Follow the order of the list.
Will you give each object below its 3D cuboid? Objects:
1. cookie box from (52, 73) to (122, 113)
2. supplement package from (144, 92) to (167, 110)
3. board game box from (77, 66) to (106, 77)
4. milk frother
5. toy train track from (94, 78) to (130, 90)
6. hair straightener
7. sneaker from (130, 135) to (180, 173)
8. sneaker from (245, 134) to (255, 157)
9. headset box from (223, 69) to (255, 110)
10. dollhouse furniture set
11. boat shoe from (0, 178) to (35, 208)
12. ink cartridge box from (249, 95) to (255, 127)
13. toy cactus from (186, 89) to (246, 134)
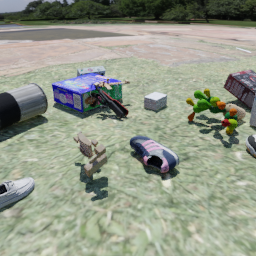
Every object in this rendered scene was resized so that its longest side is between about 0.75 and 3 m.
[{"bbox_3d":[-1.937,-1.798,13.657,2.244,0.986,2.623,21,33,37],"label":"cookie box"},{"bbox_3d":[1.291,-1.275,13.141,0.718,0.511,0.922,20,32,34],"label":"supplement package"},{"bbox_3d":[-2.076,-2.799,15.529,1.514,1.117,0.487,-14,54,-27],"label":"board game box"},{"bbox_3d":[-4.907,-1.399,11.256,2.194,2.431,2.286,12,28,32],"label":"milk frother"},{"bbox_3d":[-0.713,-2.147,13.039,1.800,0.293,1.032,-10,33,-29],"label":"toy train track"},{"bbox_3d":[-0.925,-1.158,12.025,2.075,0.425,0.799,46,44,11],"label":"hair straightener"},{"bbox_3d":[0.629,0.784,8.738,1.898,0.666,0.778,22,34,38],"label":"sneaker"},{"bbox_3d":[4.802,0.610,8.562,0.995,1.153,2.631,-14,27,-22],"label":"sneaker"},{"bbox_3d":[5.828,-1.899,13.304,1.669,0.842,2.246,-16,49,-30],"label":"headset box"},{"bbox_3d":[-1.344,0.615,8.077,1.432,1.221,0.699,40,64,21],"label":"dollhouse furniture set"},{"bbox_3d":[-3.114,1.608,7.236,0.545,0.497,1.513,22,34,38],"label":"boat shoe"},{"bbox_3d":[5.777,-1.240,11.018,1.017,2.324,1.689,27,36,37],"label":"ink cartridge box"},{"bbox_3d":[3.738,-0.615,11.301,2.346,1.454,2.843,9,18,-25],"label":"toy cactus"}]
